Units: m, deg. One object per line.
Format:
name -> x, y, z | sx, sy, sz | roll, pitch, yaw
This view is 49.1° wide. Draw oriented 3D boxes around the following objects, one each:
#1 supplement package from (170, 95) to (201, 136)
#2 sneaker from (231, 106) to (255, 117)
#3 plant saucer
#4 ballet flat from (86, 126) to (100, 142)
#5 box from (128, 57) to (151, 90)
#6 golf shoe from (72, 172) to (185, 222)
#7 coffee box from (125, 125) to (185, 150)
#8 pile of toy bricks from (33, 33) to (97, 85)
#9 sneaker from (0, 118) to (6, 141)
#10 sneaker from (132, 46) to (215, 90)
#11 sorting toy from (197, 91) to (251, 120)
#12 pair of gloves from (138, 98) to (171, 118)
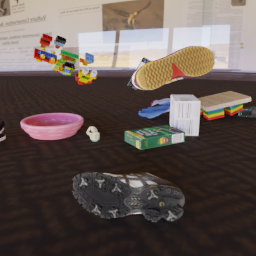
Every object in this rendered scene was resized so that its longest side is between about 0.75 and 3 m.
supplement package -> 2.206, -0.562, 11.068 | 0.949, 1.333, 1.712 | 1, 15, 3
sneaker -> 5.600, -0.698, 13.328 | 1.460, 0.550, 0.578 | 3, 23, 43
plant saucer -> -2.866, -0.073, 10.738 | 2.311, 0.586, 2.311 | 1, 16, 0
ballet flat -> -1.268, 0.144, 10.295 | 0.429, 0.429, 1.234 | -5, 16, -18
box -> 0.650, -2.877, 14.744 | 0.500, 1.662, 0.969 | 31, 18, 1
golf shoe -> 0.005, 1.293, 5.601 | 2.197, 0.854, 1.038 | 11, 9, 8
coffee box -> 0.931, 0.294, 9.729 | 1.837, 0.404, 1.130 | -8, 17, -26
pile of toy bricks -> -2.801, -2.820, 12.125 | 2.756, 1.529, 1.361 | 14, -30, -33
sneaker -> -4.781, 0.116, 9.330 | 0.627, 0.960, 1.716 | 2, 16, 9
sneaker -> 1.442, -1.997, 9.238 | 2.798, 1.049, 1.261 | -17, 13, -13
sorting toy -> 4.433, -1.072, 13.469 | 2.106, 0.737, 2.118 | -13, 16, -2
pair of gloves -> 1.868, -1.062, 13.811 | 2.291, 0.325, 2.850 | -5, 20, 31
